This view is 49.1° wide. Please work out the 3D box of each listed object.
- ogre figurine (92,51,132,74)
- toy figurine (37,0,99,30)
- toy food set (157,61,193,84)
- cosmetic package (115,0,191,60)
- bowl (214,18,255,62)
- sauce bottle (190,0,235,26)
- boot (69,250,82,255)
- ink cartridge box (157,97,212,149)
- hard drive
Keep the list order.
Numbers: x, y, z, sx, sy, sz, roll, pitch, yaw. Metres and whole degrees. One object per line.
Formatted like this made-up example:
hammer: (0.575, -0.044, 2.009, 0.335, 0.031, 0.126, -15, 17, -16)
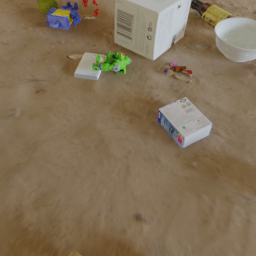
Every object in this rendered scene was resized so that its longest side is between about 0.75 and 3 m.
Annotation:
ogre figurine: (-0.479, -2.279, 9.728, 0.907, 0.742, 1.513, 15, 16, 22)
toy figurine: (-2.877, -4.803, 11.392, 2.950, 1.556, 1.767, 14, 57, 13)
toy food set: (1.722, -2.044, 9.844, 1.285, 0.202, 0.817, 21, 53, 17)
cosmetic package: (0.904, -4.095, 10.420, 1.876, 1.875, 2.274, 32, 54, 22)
bowl: (4.117, -3.077, 10.230, 2.101, 0.944, 2.101, 0, 50, 0)
sauce bottle: (3.544, -4.862, 11.906, 0.725, 0.725, 2.195, -25, 53, -20)
boot: (-0.330, 2.905, 5.404, 1.932, 0.639, 1.692, 21, 53, 18)
ink cartridge box: (1.541, -0.252, 8.091, 1.014, 0.568, 1.487, -24, 56, -18)
hard drive: (-1.332, -2.230, 10.025, 0.841, 0.170, 1.274, 8, 51, 7)
